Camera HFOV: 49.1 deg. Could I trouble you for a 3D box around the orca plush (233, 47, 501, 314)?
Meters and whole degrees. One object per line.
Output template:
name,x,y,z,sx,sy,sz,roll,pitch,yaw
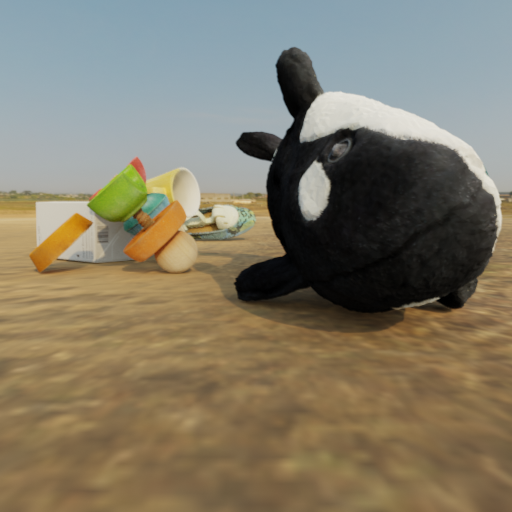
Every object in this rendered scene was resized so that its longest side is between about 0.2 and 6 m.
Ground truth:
orca plush,0.268,-0.411,4.945,1.616,2.392,4.546,-36,28,2

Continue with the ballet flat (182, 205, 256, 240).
ballet flat,-1.205,-0.846,13.610,2.457,0.912,0.912,-11,6,-6

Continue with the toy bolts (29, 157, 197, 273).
toy bolts,-1.727,-0.247,7.606,1.981,1.439,2.074,-38,16,12

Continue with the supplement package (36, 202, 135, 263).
supplement package,-2.703,-0.406,8.980,1.533,0.929,0.918,4,6,37

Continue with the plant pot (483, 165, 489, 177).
plant pot,2.282,-0.729,8.023,1.927,1.927,1.810,2,12,26

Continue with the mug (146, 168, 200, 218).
mug,-1.496,-1.016,8.977,0.808,0.788,0.984,-5,-32,28
